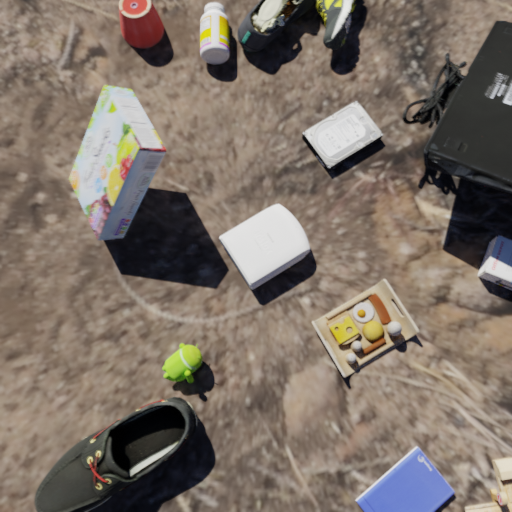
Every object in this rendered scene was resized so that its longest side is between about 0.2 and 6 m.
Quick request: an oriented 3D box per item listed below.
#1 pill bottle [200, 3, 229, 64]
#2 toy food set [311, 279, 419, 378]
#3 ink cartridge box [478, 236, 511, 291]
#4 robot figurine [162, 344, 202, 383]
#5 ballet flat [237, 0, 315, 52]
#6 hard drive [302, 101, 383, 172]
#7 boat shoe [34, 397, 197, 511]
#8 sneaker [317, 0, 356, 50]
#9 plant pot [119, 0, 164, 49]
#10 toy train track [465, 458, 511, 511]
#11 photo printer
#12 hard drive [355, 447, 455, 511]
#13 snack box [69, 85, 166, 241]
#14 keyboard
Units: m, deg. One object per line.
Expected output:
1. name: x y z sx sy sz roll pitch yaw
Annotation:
1. pill bottle: -0.841 -4.523 11.362 0.588 0.588 1.128 -1 75 0
2. toy food set: 1.899 1.259 9.819 1.558 0.471 1.118 -29 77 -8
3. ink cartridge box: 4.680 0.201 10.124 1.048 0.449 0.773 23 76 8
4. robot figurine: -1.246 1.835 9.575 0.775 0.449 0.680 -41 40 18
5. ballet flat: 0.585 -5.200 11.390 0.929 0.929 2.543 38 78 10
6. hard drive: 1.679 -2.338 10.936 1.310 0.248 0.915 -31 77 -9
7. boat shoe: -2.325 3.256 9.065 2.932 0.919 1.073 -30 77 -7
8. sneaker: 1.572 -5.005 11.514 0.791 0.696 1.869 14 66 11
9. plant pot: -2.375 -4.815 11.336 0.901 0.797 0.901 0 75 1
10. toy train track: 4.348 4.696 8.888 1.595 0.452 2.781 -9 75 -2
11. photo printer: 0.203 -0.214 10.214 1.396 0.485 1.161 -31 76 -8
12. hard drive: 2.453 3.964 9.225 1.367 0.173 0.902 -37 78 -9
13. snack box: -2.453 -1.553 9.656 0.579 2.186 1.554 -5 54 -41
14. keyboard: 4.352 -2.860 10.511 2.410 0.918 4.631 26 57 16
